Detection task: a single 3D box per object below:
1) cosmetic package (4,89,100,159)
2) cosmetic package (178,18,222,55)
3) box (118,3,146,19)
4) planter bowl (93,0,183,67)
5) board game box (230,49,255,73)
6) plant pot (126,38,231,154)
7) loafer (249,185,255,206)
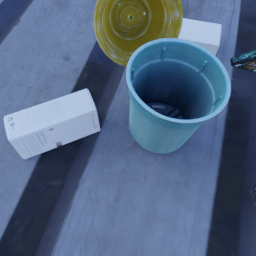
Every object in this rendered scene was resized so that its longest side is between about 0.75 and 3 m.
[{"bbox_3d":[-2.320,-0.117,8.950,2.701,1.373,1.000,-20,62,-10],"label":"cosmetic package"},{"bbox_3d":[2.338,-3.635,11.290,2.558,0.947,1.300,14,61,6],"label":"cosmetic package"},{"bbox_3d":[0.062,-5.200,11.818,1.638,1.578,0.999,-19,60,-12],"label":"box"},{"bbox_3d":[0.186,-3.193,8.228,2.613,2.613,1.088,-16,32,-10],"label":"planter bowl"},{"bbox_3d":[3.870,-1.929,7.431,1.231,1.820,0.256,3,80,-36],"label":"board game box"},{"bbox_3d":[1.170,-0.672,8.379,2.757,2.701,2.757,3,60,-6],"label":"plant pot"},{"bbox_3d":[4.367,2.533,7.664,0.819,0.847,2.412,-28,63,-16],"label":"loafer"}]
